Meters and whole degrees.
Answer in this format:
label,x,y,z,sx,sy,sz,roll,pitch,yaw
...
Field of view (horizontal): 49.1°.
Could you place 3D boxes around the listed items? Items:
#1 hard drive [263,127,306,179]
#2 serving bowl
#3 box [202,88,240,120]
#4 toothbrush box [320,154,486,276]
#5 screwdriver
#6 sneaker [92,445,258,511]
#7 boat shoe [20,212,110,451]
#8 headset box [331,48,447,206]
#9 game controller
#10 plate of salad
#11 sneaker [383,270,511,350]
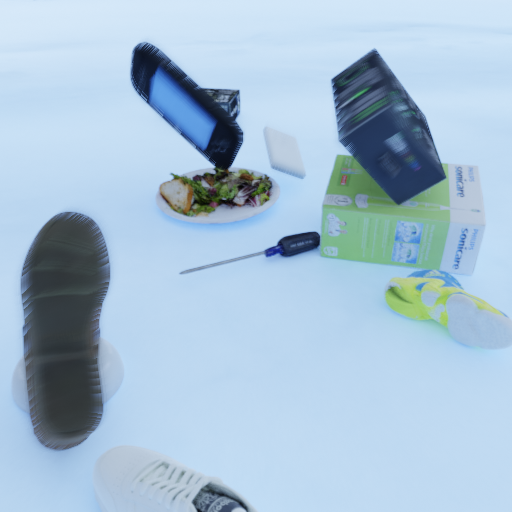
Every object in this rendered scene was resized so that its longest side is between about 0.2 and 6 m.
label,x,y,z,sx,sy,sz,roll,pitch,yaw
hard drive,0.587,-2.180,11.791,0.801,0.160,1.215,15,44,-26
serving bowl,-2.335,1.362,6.927,1.354,0.445,1.354,2,31,-1
box,-1.370,-4.210,15.795,1.647,0.709,1.349,5,32,8
toothbrush box,2.485,-0.777,9.665,2.531,1.090,1.843,6,40,12
screwdriver,-0.047,0.036,9.313,2.606,0.379,0.364,-18,35,-22
sneaker,-0.601,2.267,5.015,2.407,0.969,0.919,20,39,32
boat shoe,-2.229,0.807,6.330,0.956,0.903,2.657,8,61,-24
headset box,2.048,-1.976,8.759,0.888,1.667,1.914,-31,38,29
game controller,-1.361,-2.797,10.671,2.722,1.420,0.573,44,56,3
plate of salad,-0.772,-1.371,11.216,2.510,0.603,2.510,-2,32,1
sneaker,2.835,0.613,7.928,1.917,0.726,1.007,24,39,35
